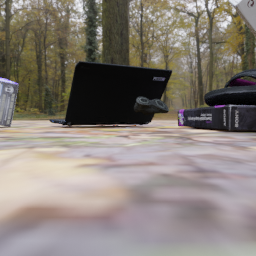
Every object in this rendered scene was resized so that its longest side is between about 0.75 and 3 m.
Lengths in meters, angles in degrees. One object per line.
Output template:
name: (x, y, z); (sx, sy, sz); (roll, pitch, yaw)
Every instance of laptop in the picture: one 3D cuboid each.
laptop: (-0.641, -0.810, 7.843); (2.551, 1.487, 2.878); (0, 4, -27)

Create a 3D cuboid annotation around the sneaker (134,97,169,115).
sneaker: (0.561, -0.491, 6.831); (0.913, 0.347, 0.414); (11, -46, -19)

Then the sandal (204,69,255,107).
sandal: (3.317, -1.044, 6.900); (2.958, 0.708, 1.112); (-9, -19, 4)

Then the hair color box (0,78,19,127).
hair color box: (-3.580, -0.798, 7.611); (0.662, 1.116, 2.041); (9, 7, -35)

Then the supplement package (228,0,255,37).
supplement package: (2.963, -1.610, 3.766); (2.141, 2.239, 1.647); (-37, 12, 29)

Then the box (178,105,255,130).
box: (2.488, -0.222, 6.175); (2.025, 0.511, 2.833); (-1, 1, -7)
